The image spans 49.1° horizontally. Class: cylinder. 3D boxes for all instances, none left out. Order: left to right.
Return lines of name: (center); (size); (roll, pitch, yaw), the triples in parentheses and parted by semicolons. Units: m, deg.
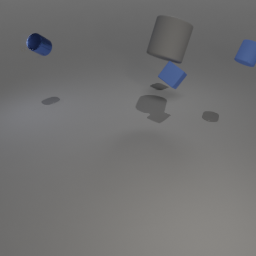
cylinder: (-3.487, -3.287, 11.065); (0.700, 0.700, 0.700); (13, 1, 21)
cylinder: (1.551, -3.285, 10.470); (1.400, 1.400, 1.400); (16, 11, -3)
cylinder: (4.081, -2.522, 9.471); (0.700, 0.700, 0.700); (23, 11, -5)

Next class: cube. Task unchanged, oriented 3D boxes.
cube: (1.650, -1.939, 10.346); (0.700, 0.700, 0.700); (41, 15, 15)
